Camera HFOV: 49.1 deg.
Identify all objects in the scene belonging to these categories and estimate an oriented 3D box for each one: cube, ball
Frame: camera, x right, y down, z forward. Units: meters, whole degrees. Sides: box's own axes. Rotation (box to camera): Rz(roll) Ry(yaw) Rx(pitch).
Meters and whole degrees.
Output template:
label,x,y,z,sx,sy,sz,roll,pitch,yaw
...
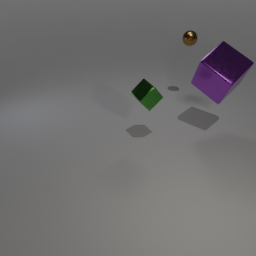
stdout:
label,x,y,z,sx,sy,sz,roll,pitch,yaw
cube,0.657,-1.164,9.837,0.700,0.700,0.700,-46,46,5
ball,2.884,-4.170,13.028,0.700,0.700,0.700,0,30,0
cube,3.463,-2.040,10.457,1.400,1.400,1.400,43,70,15
